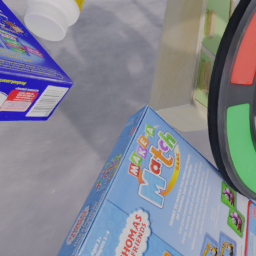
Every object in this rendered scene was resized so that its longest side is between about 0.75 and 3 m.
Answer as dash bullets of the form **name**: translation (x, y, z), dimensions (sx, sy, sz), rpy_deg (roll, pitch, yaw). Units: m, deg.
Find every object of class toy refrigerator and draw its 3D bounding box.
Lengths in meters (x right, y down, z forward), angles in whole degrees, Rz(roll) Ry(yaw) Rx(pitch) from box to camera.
- **toy refrigerator**: translation (1.278, -1.462, 5.161), dimensions (0.994, 1.079, 2.842), rpy_deg (-8, 64, 47)

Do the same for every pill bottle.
- **pill bottle**: translation (-1.539, -3.073, 6.253), dimensions (1.171, 1.171, 2.082), rpy_deg (10, 72, 11)

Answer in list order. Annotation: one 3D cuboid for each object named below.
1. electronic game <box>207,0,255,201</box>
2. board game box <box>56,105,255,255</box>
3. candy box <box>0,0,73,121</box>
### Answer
- **electronic game**: translation (2.070, -0.479, 3.382), dimensions (2.935, 2.935, 0.611), rpy_deg (-23, 26, -24)
- **board game box**: translation (0.653, 1.115, 2.966), dimensions (2.323, 0.425, 1.757), rpy_deg (42, 48, -16)
- **candy box**: translation (-2.800, -1.510, 4.767), dimensions (2.996, 1.154, 2.533), rpy_deg (50, 21, 17)
